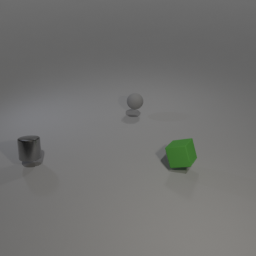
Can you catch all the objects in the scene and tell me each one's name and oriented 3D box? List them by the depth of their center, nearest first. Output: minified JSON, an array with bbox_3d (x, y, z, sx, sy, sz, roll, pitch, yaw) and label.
[{"bbox_3d":[1.689,0.794,8.871,0.700,0.700,0.700,-9,13,33],"label":"cube"},{"bbox_3d":[-3.203,0.659,9.109,0.700,0.700,0.700,0,12,0],"label":"cylinder"},{"bbox_3d":[0.300,-1.129,11.844,0.700,0.700,0.700,0,31,0],"label":"ball"}]
